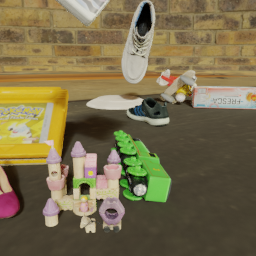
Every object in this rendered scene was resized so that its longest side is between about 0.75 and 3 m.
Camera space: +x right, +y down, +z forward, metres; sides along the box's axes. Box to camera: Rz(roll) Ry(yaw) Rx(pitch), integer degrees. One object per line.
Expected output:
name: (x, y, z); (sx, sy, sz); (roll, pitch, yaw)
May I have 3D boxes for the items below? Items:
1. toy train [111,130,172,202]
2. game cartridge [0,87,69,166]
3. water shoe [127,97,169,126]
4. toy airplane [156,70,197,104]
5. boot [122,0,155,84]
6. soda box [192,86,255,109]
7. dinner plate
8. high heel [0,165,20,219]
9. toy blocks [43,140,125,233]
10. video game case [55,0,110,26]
toy train: (0.156, 0.569, 4.982); (0.715, 0.529, 2.534); (8, 12, -10)
game cartridge: (-2.359, -0.155, 6.022); (1.989, 0.366, 2.257); (-1, 45, -5)
water shoe: (0.664, -0.623, 9.142); (0.728, 0.804, 2.037); (-8, 16, -31)
toy airplane: (2.169, -1.780, 12.330); (1.876, 1.330, 1.884); (-10, -23, 17)
boot: (0.356, -3.086, 10.203); (1.056, 2.872, 1.373); (8, 6, 0)
soda box: (4.069, -1.292, 11.773); (2.700, 0.858, 0.923); (3, 14, 8)
dinner plate: (-0.422, -1.201, 12.599); (2.886, 0.350, 2.886); (1, 15, 0)
high heel: (-1.886, 0.727, 3.896); (0.472, 0.673, 1.401); (-12, 18, -41)
toy blocks: (-0.578, 0.637, 3.689); (1.054, 0.950, 1.128); (0, 14, -2)
video game case: (-0.653, -2.061, 2.925); (1.557, 1.419, 0.179); (38, -24, -16)
